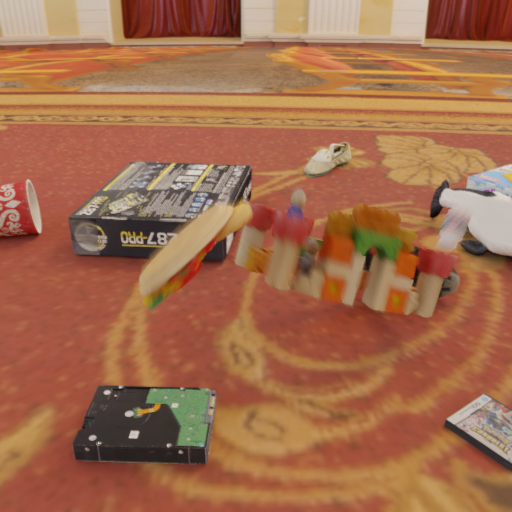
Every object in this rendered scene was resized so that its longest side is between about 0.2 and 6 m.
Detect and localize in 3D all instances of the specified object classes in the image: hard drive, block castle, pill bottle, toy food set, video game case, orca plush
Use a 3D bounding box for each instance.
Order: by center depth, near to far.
[{"bbox_3d":[-0.694,-0.043,5.840,1.325,0.326,1.339,-30,19,43],"label":"toy food set"},{"bbox_3d":[-1.186,1.856,6.228,1.416,0.268,0.990,0,26,1],"label":"hard drive"},{"bbox_3d":[2.693,1.937,6.242,0.779,0.110,0.862,-17,31,-33],"label":"video game case"},{"bbox_3d":[1.197,-0.115,7.747,2.690,1.262,1.798,12,6,-20],"label":"block castle"},{"bbox_3d":[2.874,-0.378,8.172,0.328,0.328,0.548,17,75,32],"label":"pill bottle"},{"bbox_3d":[4.554,-0.508,10.873,1.503,1.016,2.857,-56,32,-7],"label":"orca plush"}]

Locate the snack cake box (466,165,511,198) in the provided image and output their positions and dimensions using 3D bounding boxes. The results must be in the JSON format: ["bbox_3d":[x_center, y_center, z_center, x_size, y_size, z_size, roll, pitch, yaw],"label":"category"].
[{"bbox_3d":[5.867,-0.929,11.193,1.651,0.964,2.871,-20,32,-33],"label":"snack cake box"}]

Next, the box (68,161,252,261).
[{"bbox_3d":[-1.743,-1.068,11.585,2.924,0.891,3.628,4,26,5],"label":"box"}]

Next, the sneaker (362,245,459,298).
[{"bbox_3d":[2.458,0.013,9.423,0.877,0.834,2.213,-20,33,-39],"label":"sneaker"}]

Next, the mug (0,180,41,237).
[{"bbox_3d":[-5.193,-0.744,11.114,1.619,1.437,1.080,-11,64,-13],"label":"mug"}]

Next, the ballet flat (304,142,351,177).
[{"bbox_3d":[1.936,-2.692,15.255,0.674,0.623,1.999,18,31,32],"label":"ballet flat"}]
